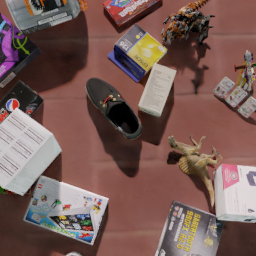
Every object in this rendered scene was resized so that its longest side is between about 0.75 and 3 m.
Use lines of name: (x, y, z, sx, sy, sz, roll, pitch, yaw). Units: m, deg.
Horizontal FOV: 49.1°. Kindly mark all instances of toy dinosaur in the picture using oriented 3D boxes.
toy dinosaur: (2.583, 1.227, 9.973, 1.405, 0.809, 2.780, -38, 82, 11)
toy dinosaur: (2.318, -4.106, 10.653, 1.658, 1.248, 2.443, 39, 104, 22)

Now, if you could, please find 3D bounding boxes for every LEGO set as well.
LEGO set: (4.500, -1.734, 10.287, 1.646, 0.541, 2.203, 40, 112, 7)

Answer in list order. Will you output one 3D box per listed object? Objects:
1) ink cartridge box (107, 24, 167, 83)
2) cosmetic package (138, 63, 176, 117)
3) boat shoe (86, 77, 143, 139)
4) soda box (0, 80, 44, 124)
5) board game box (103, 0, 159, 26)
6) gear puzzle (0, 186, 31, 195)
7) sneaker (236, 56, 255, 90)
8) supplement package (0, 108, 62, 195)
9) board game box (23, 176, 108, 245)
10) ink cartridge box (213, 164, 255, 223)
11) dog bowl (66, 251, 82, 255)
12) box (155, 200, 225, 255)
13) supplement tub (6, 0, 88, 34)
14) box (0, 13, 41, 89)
ink cartridge box: (0.339, -2.906, 10.772, 1.656, 0.394, 1.675, 42, 80, 6)
cosmetic package: (1.072, -1.387, 10.363, 0.918, 0.621, 1.746, 22, 81, 4)
boat shoe: (-0.520, -0.815, 10.153, 1.044, 0.894, 2.855, -39, 81, -4)
soda box: (-4.312, -0.365, 10.065, 0.943, 0.844, 2.666, 39, 83, 5)
board game box: (0.208, -5.111, 11.245, 2.179, 0.212, 1.122, -35, 83, -6)
gear puzzle: (-4.387, 1.884, 9.972, 1.850, 0.242, 0.958, 1, 80, 0)
sneaker: (4.574, -2.062, 10.604, 0.584, 0.486, 1.296, 22, 87, -5)
supplement package: (-3.525, 0.837, 9.135, 1.510, 1.964, 2.054, 36, 71, 8)
board game box: (-2.118, 2.816, 9.704, 2.521, 0.436, 1.592, 19, 80, 3)
ink cartridge box: (4.152, 2.209, 9.284, 2.307, 0.973, 1.670, 5, 63, -2)
dog bowl: (-1.879, 4.612, 9.500, 0.759, 0.223, 0.759, 0, 81, 0)
box: (2.038, 3.853, 9.459, 1.813, 0.553, 2.289, 20, 81, 4)
supplement tub: (-2.983, -4.688, 10.443, 2.679, 1.642, 1.642, -21, 81, -4)
box: (-5.129, -3.227, 10.746, 2.934, 0.530, 2.097, 42, 82, 8)
